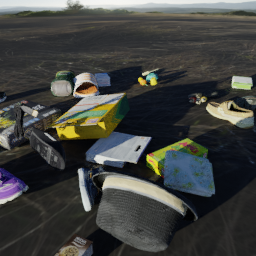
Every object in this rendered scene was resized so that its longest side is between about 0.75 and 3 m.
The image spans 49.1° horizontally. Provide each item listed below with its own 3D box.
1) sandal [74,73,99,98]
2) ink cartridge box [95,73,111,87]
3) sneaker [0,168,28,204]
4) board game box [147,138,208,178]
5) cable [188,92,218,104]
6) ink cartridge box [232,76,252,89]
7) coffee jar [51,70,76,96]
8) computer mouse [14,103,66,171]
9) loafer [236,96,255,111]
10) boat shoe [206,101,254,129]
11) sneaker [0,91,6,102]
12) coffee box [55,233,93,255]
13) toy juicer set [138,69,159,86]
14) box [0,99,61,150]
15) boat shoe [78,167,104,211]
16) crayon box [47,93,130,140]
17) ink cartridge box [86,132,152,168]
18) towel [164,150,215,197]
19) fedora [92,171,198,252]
[{"bbox_3d":[-2.104,-2.250,13.477,1.156,0.865,3.017,-9,27,-8],"label":"sandal"},{"bbox_3d":[-1.307,-2.522,14.588,0.655,0.383,1.128,-7,28,-14],"label":"ink cartridge box"},{"bbox_3d":[-3.367,1.190,6.892,2.053,0.857,0.828,15,31,26],"label":"sneaker"},{"bbox_3d":[1.425,0.849,8.048,1.629,0.388,0.827,-19,33,-32],"label":"board game box"},{"bbox_3d":[3.374,-1.363,12.585,0.877,0.454,1.806,2,9,42],"label":"cable"},{"bbox_3d":[5.607,-2.144,13.788,0.886,0.454,1.199,9,30,16],"label":"ink cartridge box"},{"bbox_3d":[-3.065,-2.208,13.511,0.985,0.806,1.889,-2,28,-2],"label":"coffee jar"},{"bbox_3d":[-2.274,0.144,7.495,2.041,1.433,0.470,33,42,20],"label":"computer mouse"},{"bbox_3d":[5.228,-0.939,11.377,1.593,0.572,0.501,2,34,-1],"label":"loafer"},{"bbox_3d":[3.899,-0.674,10.669,0.768,0.689,2.076,-18,32,-31],"label":"boat shoe"},{"bbox_3d":[-5.914,-1.370,12.084,0.592,0.636,1.474,13,29,20],"label":"sneaker"},{"bbox_3d":[-1.040,2.391,5.147,0.448,0.316,0.792,14,30,24],"label":"coffee box"},{"bbox_3d":[1.090,-2.593,14.770,1.037,0.443,1.630,-10,30,17],"label":"toy juicer set"},{"bbox_3d":[-3.873,-0.212,9.894,1.934,0.589,2.399,18,32,26],"label":"box"},{"bbox_3d":[-0.826,1.392,6.835,0.669,0.521,1.473,-10,27,-10],"label":"boat shoe"},{"bbox_3d":[-1.225,-0.353,9.632,1.777,0.729,2.826,-3,23,21],"label":"crayon box"},{"bbox_3d":[-0.230,0.637,8.509,1.575,0.320,1.572,9,28,19],"label":"ink cartridge box"},{"bbox_3d":[1.545,1.129,7.098,1.274,0.307,1.090,13,42,-3],"label":"towel"},{"bbox_3d":[0.153,1.685,5.393,2.213,2.213,1.011,12,60,22],"label":"fedora"}]
